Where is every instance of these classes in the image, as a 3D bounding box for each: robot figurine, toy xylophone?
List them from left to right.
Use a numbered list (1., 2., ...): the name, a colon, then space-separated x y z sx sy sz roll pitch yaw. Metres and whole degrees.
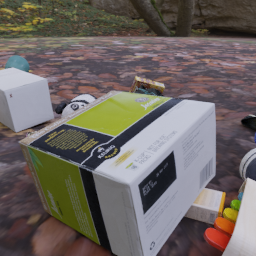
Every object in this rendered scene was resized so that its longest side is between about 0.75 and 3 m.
1. robot figurine: -1.255 -0.405 7.896 1.227 1.019 1.633 -22 18 14
2. toy xylophone: 2.020 1.450 3.931 1.443 0.495 1.971 30 32 26

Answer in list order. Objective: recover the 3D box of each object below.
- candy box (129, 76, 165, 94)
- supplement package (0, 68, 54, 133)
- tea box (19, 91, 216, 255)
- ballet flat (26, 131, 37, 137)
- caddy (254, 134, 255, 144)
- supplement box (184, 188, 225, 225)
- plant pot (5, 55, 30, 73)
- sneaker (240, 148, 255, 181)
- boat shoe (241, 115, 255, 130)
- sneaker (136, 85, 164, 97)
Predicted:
1. candy box: 0.712 -1.453 10.533 1.163 0.678 0.328 11 35 -20
2. supplement package: -3.535 -0.957 8.713 1.314 1.318 2.248 -25 34 -37
3. tea box: -0.053 0.512 4.482 2.151 1.461 2.186 15 36 37
4. ballet flat: -2.182 0.279 6.814 1.040 0.370 0.360 12 17 39
5. caddy: 3.924 0.059 5.396 2.867 2.027 1.505 5 18 5
6. supplement box: 1.162 1.255 4.703 0.832 0.306 0.524 10 28 23
7. plant pot: -5.782 -3.017 14.417 1.151 1.151 0.924 0 37 1
8. sneaker: 3.369 0.860 4.733 2.651 1.040 1.053 2 18 4
9. boat shoe: 3.740 -0.115 7.980 0.398 0.448 1.199 -11 23 -24
10. sneaker: 0.937 -0.998 9.545 1.776 0.704 0.670 22 -2 33
